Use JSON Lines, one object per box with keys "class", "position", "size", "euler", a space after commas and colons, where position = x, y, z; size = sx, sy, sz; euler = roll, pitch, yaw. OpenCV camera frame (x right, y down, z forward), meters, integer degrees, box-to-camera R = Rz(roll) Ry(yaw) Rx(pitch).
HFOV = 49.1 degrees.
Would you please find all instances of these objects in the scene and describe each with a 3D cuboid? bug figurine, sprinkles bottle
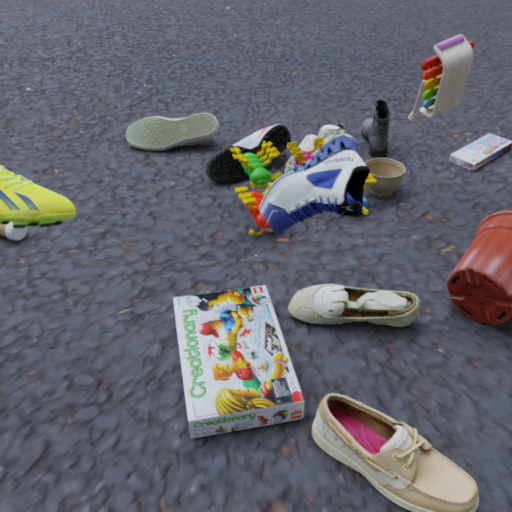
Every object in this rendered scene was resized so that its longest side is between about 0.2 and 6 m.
{"class": "bug figurine", "position": [0.926, -1.674, 13.133], "size": [3.425, 0.881, 2.656], "euler": [-11, 51, -21]}
{"class": "sprinkles bottle", "position": [-5.788, -0.716, 12.396], "size": [1.429, 0.488, 0.488], "euler": [14, 39, 18]}

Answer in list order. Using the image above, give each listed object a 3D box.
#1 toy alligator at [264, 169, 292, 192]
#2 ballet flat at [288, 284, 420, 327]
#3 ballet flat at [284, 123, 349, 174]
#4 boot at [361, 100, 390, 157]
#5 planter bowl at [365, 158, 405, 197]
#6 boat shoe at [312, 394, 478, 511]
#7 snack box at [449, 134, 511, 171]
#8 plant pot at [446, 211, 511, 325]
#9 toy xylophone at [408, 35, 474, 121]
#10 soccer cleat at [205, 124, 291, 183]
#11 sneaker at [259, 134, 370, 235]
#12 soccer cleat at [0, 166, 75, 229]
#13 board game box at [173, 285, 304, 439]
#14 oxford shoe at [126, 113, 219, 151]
{"class": "toy alligator", "position": [0.364, -1.315, 13.206], "size": [0.548, 0.598, 2.018], "euler": [-16, 37, 44]}
{"class": "ballet flat", "position": [1.755, 0.805, 10.053], "size": [2.353, 0.734, 0.793], "euler": [1, 63, 2]}
{"class": "ballet flat", "position": [1.624, -2.900, 14.940], "size": [0.965, 0.965, 2.684], "euler": [25, 44, 29]}
{"class": "boot", "position": [3.447, -3.780, 15.736], "size": [0.708, 1.336, 2.029], "euler": [-2, 37, -1]}
{"class": "planter bowl", "position": [3.112, -1.890, 13.802], "size": [0.994, 0.669, 0.994], "euler": [1, 37, 0]}
{"class": "boat shoe", "position": [1.850, 2.671, 7.633], "size": [2.417, 0.836, 0.891], "euler": [21, 42, 26]}
{"class": "snack box", "position": [6.223, -2.882, 15.454], "size": [2.035, 0.247, 0.731], "euler": [-28, 45, -32]}
{"class": "plant pot", "position": [4.445, 0.303, 10.268], "size": [1.674, 1.674, 1.628], "euler": [30, 54, 33]}
{"class": "toy xylophone", "position": [3.876, -3.654, 11.885], "size": [1.440, 1.967, 0.494], "euler": [-21, 61, -15]}
{"class": "soccer cleat", "position": [-0.299, -2.655, 14.819], "size": [2.691, 0.918, 0.985], "euler": [-34, 18, -25]}
{"class": "sneaker", "position": [0.882, -0.814, 7.648], "size": [1.686, 0.681, 0.974], "euler": [-41, 52, 13]}
{"class": "soccer cleat", "position": [-3.648, -0.980, 7.551], "size": [2.494, 1.043, 0.806], "euler": [11, 4, 5]}
{"class": "board game box", "position": [-0.393, 1.619, 9.311], "size": [1.739, 0.477, 2.754], "euler": [-8, 38, -9]}
{"class": "oxford shoe", "position": [-2.346, -3.470, 15.879], "size": [2.649, 0.996, 0.765], "euler": [-8, -2, 2]}
